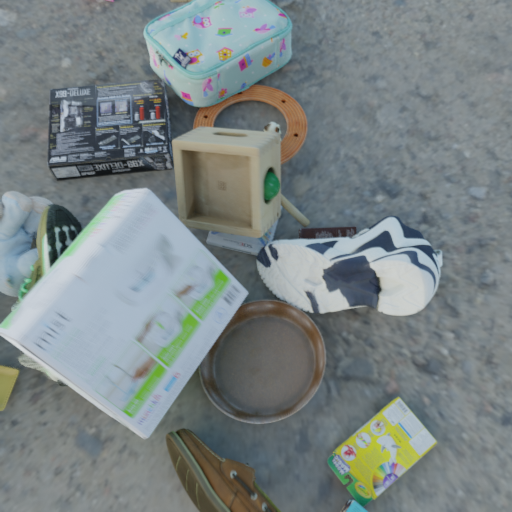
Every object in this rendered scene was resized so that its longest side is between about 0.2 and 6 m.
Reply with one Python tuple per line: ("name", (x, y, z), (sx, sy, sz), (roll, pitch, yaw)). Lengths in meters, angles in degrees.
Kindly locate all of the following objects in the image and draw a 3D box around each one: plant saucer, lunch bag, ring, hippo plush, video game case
("plant saucer", (-4.671, 2.340, 10.017), (0.740, 0.179, 0.740), (10, 68, 10))
("lunch bag", (-0.903, -4.759, 12.423), (2.998, 1.155, 2.404), (-33, 66, -18))
("ring", (-0.127, -2.740, 12.051), (2.451, 0.235, 2.451), (0, 60, 0))
("hippo plush", (-4.544, -0.120, 10.329), (1.985, 1.581, 1.596), (-22, 68, -10))
("video game case", (-0.207, -0.731, 11.336), (1.262, 0.152, 1.385), (13, 67, 8))
("plant saucer", (0.112, 1.869, 9.950), (2.265, 0.363, 2.265), (-5, 59, 8))

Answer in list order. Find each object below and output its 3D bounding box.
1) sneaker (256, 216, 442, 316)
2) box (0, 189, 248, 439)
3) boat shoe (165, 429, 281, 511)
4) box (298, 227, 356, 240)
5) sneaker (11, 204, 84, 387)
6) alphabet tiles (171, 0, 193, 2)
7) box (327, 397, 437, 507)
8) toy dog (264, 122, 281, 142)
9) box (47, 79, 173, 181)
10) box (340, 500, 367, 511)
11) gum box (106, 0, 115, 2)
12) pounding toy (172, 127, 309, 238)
("sneaker", (1.871, 0.080, 10.508), (3.372, 2.195, 1.346), (-2, 106, 35))
("box", (-2.050, 0.887, 9.137), (2.639, 1.446, 2.991), (47, 65, -27))
("boat shoe", (-0.415, 3.782, 8.956), (0.936, 0.991, 2.754), (-26, 55, -30))
("box", (1.400, -0.273, 10.959), (1.107, 0.415, 0.554), (-2, 88, -3))
("sneaker", (-3.778, 0.679, 9.851), (1.406, 1.220, 3.174), (0, 91, 17))
("alphabet tiles", (-1.260, -7.230, 14.172), (2.535, 0.096, 2.119), (0, 67, 0))
("box", (2.098, 3.326, 9.504), (1.691, 0.409, 0.992), (-34, 72, -16))
("toy dog", (0.295, -2.481, 11.421), (0.387, 0.554, 0.537), (21, 59, 9))
("box", (-3.108, -2.713, 11.946), (2.512, 0.625, 1.981), (-7, 67, -3))
("box", (1.205, 4.601, 8.832), (0.371, 0.621, 1.508), (37, 71, 15))
("gum box", (-3.677, -7.129, 13.886), (0.895, 0.522, 1.578), (16, 68, 8))
("pounding toy", (-0.205, -1.321, 10.549), (2.138, 1.968, 1.520), (9, 29, 20))
